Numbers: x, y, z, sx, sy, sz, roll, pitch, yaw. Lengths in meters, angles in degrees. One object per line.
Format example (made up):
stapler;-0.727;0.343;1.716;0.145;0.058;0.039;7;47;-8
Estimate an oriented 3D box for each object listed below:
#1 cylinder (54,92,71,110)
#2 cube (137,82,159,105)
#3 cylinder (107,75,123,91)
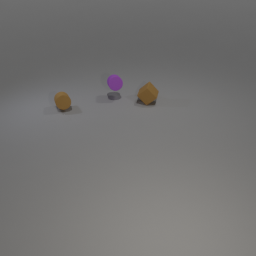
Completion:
cylinder;-3.026;-1.268;12.947;0.700;0.700;0.700;-10;23;-17
cube;0.967;-1.663;13.512;0.700;0.700;0.700;-34;21;32
cylinder;-0.645;-2.222;13.685;0.700;0.700;0.700;-5;19;-8
